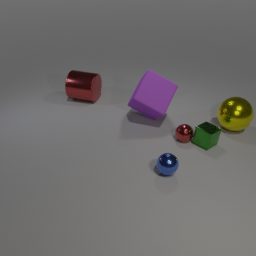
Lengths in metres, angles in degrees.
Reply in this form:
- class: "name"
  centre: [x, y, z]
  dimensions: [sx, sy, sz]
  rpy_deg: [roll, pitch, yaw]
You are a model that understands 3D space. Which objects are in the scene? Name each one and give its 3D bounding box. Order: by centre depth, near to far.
- class: "ball"
  centre: [1.260, 1.141, 8.898]
  dimensions: [0.700, 0.700, 0.700]
  rpy_deg: [0, 30, 0]
- class: "cube"
  centre: [2.942, 0.278, 10.467]
  dimensions: [0.700, 0.700, 0.700]
  rpy_deg: [-21, 39, -37]
- class: "ball"
  centre: [2.160, 0.193, 10.713]
  dimensions: [0.700, 0.700, 0.700]
  rpy_deg: [0, 30, 0]
- class: "ball"
  centre: [4.325, -0.565, 11.306]
  dimensions: [1.400, 1.400, 1.400]
  rpy_deg: [0, 30, 0]
- class: "cube"
  centre: [0.997, -1.344, 11.710]
  dimensions: [1.400, 1.400, 1.400]
  rpy_deg: [28, -11, -6]
- class: "cylinder"
  centre: [-2.185, -2.085, 13.902]
  dimensions: [1.400, 1.400, 1.400]
  rpy_deg: [10, 31, 12]
